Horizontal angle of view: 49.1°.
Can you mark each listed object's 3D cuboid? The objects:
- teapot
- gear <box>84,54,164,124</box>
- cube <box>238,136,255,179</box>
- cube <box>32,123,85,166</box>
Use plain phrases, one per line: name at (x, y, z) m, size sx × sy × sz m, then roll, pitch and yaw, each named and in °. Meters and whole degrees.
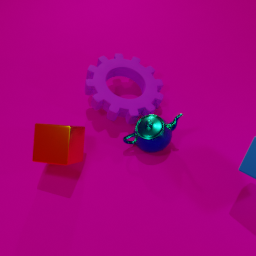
teapot at (0.605, 0.063, 6.644) m, size 1.520 × 0.744 × 0.945 m, roll -21°, pitch 54°, yaw 2°
gear at (-0.094, -1.100, 7.516) m, size 2.087 × 0.386 × 2.087 m, roll 7°, pitch 57°, yaw -11°
cube at (2.720, 0.644, 5.412) m, size 0.739 × 0.739 × 0.739 m, roll 29°, pitch 14°, yaw 33°
cube at (-1.507, 0.340, 6.196) m, size 0.827 × 0.827 × 0.827 m, roll 4°, pitch 90°, yaw 15°
